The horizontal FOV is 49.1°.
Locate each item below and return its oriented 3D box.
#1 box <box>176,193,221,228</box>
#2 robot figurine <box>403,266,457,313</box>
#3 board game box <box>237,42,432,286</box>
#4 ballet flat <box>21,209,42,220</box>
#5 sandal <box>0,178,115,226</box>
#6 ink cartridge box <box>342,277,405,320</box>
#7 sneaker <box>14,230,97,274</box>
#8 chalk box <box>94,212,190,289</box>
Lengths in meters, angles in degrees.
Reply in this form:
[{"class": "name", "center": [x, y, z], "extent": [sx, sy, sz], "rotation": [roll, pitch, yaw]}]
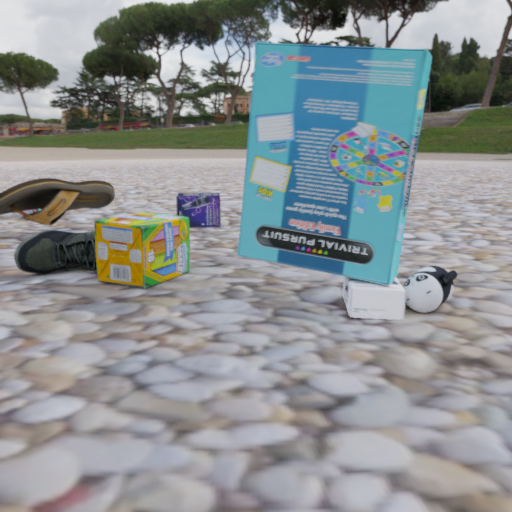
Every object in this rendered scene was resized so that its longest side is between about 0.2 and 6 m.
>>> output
[{"class": "box", "center": [-1.443, -1.147, 14.063], "extent": [1.105, 0.817, 0.576], "rotation": [-2, 13, -5]}, {"class": "robot figurine", "center": [2.301, 0.427, 7.484], "extent": [0.550, 0.663, 0.882], "rotation": [27, 26, 29]}, {"class": "board game box", "center": [0.958, -1.238, 7.407], "extent": [2.162, 2.864, 0.672], "rotation": [11, 15, 21]}, {"class": "ballet flat", "center": [-6.196, -1.304, 15.569], "extent": [0.607, 0.590, 1.706], "rotation": [-22, 16, -5]}, {"class": "sandal", "center": [-4.449, -1.094, 12.435], "extent": [1.240, 0.828, 3.035], "rotation": [-30, -15, 38]}, {"class": "ink cartridge box", "center": [1.555, 0.506, 7.497], "extent": [0.700, 0.408, 0.968], "rotation": [2, 13, 3]}, {"class": "sneaker", "center": [-2.981, -0.082, 9.422], "extent": [1.098, 0.733, 1.917], "rotation": [3, 6, 44]}, {"class": "chalk box", "center": [-1.724, -0.165, 9.207], "extent": [0.998, 0.991, 1.599], "rotation": [7, 15, 26]}]
